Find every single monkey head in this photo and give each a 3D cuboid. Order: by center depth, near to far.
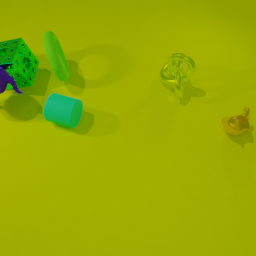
[{"bbox_3d":[3.298,-0.218,8.460,0.729,1.211,0.871,2,103,-3],"label":"monkey head"}]

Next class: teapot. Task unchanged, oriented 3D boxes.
[{"bbox_3d":[-4.149,-1.357,8.447,1.932,0.946,1.201,3,22,-3],"label":"teapot"}]

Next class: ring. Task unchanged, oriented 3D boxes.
[{"bbox_3d":[-2.399,-2.404,9.430,0.342,1.709,1.709,-17,60,0],"label":"ring"}]

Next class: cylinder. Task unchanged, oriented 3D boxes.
[{"bbox_3d":[-2.002,-0.545,8.745,0.913,0.913,0.913,16,60,9],"label":"cylinder"}]

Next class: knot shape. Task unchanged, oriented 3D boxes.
[{"bbox_3d":[1.584,-1.848,9.368,0.697,1.508,1.411,-10,32,-21],"label":"knot shape"}]

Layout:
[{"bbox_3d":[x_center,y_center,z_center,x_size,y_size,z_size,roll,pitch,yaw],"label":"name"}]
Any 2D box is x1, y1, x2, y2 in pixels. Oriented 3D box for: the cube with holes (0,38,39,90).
[{"bbox_3d":[-3.893,-2.136,9.443,1.131,1.131,1.131,-5,57,15],"label":"cube with holes"}]
